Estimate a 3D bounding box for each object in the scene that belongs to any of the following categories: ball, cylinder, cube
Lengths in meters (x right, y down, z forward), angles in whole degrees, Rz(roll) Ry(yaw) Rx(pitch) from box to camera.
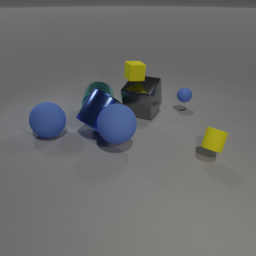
[{"bbox_3d":[-0.390,-0.148,9.806,1.400,1.400,1.400,0,27,0],"label":"ball"},{"bbox_3d":[2.634,-1.533,13.041,0.700,0.700,0.700,0,27,0],"label":"ball"},{"bbox_3d":[2.857,0.388,9.264,0.700,0.700,0.700,18,4,-1],"label":"cylinder"},{"bbox_3d":[0.644,-1.414,12.730,1.400,1.400,1.400,12,45,22],"label":"cube"},{"bbox_3d":[-1.336,-1.236,12.689,1.400,1.400,1.400,-1,27,-2],"label":"cylinder"},{"bbox_3d":[0.288,-2.430,11.942,0.700,0.700,0.700,-5,28,-20],"label":"cube"},{"bbox_3d":[-3.127,-0.317,10.919,1.400,1.400,1.400,0,27,0],"label":"ball"},{"bbox_3d":[-1.087,-0.644,10.968,1.400,1.400,1.400,32,-1,0],"label":"cylinder"}]
